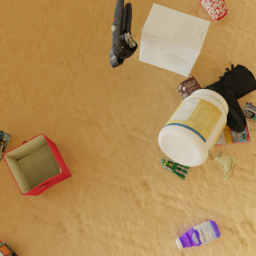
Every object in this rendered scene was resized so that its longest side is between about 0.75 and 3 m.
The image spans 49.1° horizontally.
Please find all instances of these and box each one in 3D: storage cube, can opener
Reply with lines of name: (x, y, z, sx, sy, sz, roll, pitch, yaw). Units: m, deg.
storage cube: (-3.091, 1.321, 9.811, 1.501, 1.578, 1.756, -30, 77, -7)
can opener: (-0.242, -3.570, 9.901, 1.154, 0.930, 2.936, -14, 63, 32)

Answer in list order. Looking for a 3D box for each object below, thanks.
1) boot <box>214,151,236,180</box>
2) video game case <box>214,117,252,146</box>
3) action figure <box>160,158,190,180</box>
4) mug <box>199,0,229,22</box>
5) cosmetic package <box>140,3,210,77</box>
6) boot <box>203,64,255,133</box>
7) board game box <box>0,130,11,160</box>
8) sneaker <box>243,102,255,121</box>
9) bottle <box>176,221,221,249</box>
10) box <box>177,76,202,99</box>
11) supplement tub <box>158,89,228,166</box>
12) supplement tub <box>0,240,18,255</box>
boot: (3.522, 1.384, 10.428, 0.738, 0.345, 0.949, 26, 76, 6)
video game case: (3.834, 0.047, 10.871, 1.698, 0.148, 1.214, -6, 75, -1)
action figure: (1.712, 1.438, 10.459, 1.105, 0.302, 0.653, 23, 80, 9)
mug: (3.794, -5.286, 11.916, 1.091, 0.820, 1.229, -28, 81, -5)
cosmetic package: (1.667, -3.260, 10.675, 2.153, 2.146, 1.323, 19, 77, 4)
boot: (4.224, -1.210, 10.785, 1.933, 0.873, 2.358, -32, 74, -14)
board game box: (-4.771, 0.662, 10.429, 0.147, 0.706, 1.044, 16, 76, 6)
sneaker: (5.203, -0.503, 10.839, 1.489, 0.554, 0.652, 30, 56, -2)
bottle: (2.419, 3.757, 9.743, 1.508, 0.492, 0.630, -20, 76, -5)
box: (2.438, -1.497, 10.998, 0.616, 0.622, 0.750, -29, 77, -13)
supplement tub: (2.325, -0.053, 9.707, 1.733, 1.733, 2.395, 35, 58, 8)
supplement tub: (-4.199, 4.389, 9.478, 1.133, 0.694, 0.694, 42, 79, 10)
